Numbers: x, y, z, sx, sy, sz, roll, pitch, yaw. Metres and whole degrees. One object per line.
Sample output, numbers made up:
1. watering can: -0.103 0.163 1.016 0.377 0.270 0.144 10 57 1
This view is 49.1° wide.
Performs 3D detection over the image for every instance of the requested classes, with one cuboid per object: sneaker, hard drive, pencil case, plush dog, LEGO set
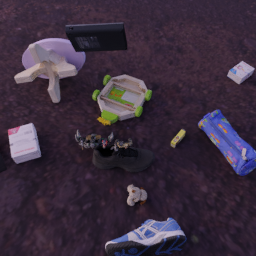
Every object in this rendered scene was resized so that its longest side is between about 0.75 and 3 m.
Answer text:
1. sneaker: -0.171 1.057 10.500 2.390 1.085 0.908 -2 55 -3
2. sneaker: 0.528 3.593 8.992 2.543 0.963 0.980 -9 31 -4
3. hard drive: -1.096 -3.299 10.337 2.057 1.436 0.338 0 76 5
4. pencil case: 3.900 0.513 10.810 1.083 1.205 2.774 -39 59 9
5. plush dog: 0.372 2.359 9.970 0.665 0.621 0.774 14 53 -19
6. LEGO set: -1.072 0.617 10.705 1.704 0.744 2.624 -7 15 -31

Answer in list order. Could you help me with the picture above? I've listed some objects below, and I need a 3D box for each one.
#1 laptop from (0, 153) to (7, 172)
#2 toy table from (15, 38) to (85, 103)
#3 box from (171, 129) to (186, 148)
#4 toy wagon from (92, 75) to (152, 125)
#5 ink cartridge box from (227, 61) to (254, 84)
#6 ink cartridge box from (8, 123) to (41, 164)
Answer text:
1. laptop: -5.778 1.185 11.015 1.569 0.971 1.675 -23 30 -16
2. toy table: -3.459 -2.671 12.347 2.955 2.716 1.731 -15 37 18
3. box: 2.052 0.419 11.408 0.205 0.308 0.820 32 62 23
4. toy wagon: -0.403 -1.178 12.342 2.285 0.583 2.945 22 59 15
5. ink cartridge box: 5.424 -2.671 13.451 1.016 0.430 0.734 -35 62 -23
6. ink cartridge box: -4.107 0.608 11.108 1.006 0.568 1.373 -16 57 -11
